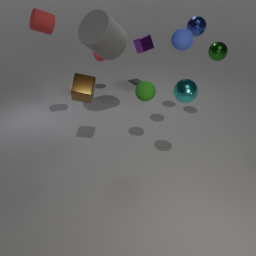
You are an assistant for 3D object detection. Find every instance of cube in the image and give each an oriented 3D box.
[{"bbox_3d":[0.796,-4.275,14.286,0.700,0.700,0.700,-26,18,-17],"label":"cube"},{"bbox_3d":[-1.501,-1.325,9.437,0.700,0.700,0.700,11,70,-3],"label":"cube"}]

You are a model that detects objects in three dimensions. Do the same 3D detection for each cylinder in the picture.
[{"bbox_3d":[-0.939,-3.520,10.704,1.400,1.400,1.400,20,-1,31],"label":"cylinder"},{"bbox_3d":[-2.935,-3.635,9.588,0.700,0.700,0.700,7,23,-32],"label":"cylinder"}]

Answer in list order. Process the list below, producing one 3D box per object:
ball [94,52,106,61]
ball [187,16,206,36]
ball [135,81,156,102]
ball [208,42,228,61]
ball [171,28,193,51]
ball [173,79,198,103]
[{"bbox_3d":[-1.378,-3.712,14.111,0.700,0.700,0.700,0,30,0],"label":"ball"},{"bbox_3d":[2.489,-3.697,10.186,0.700,0.700,0.700,0,30,0],"label":"ball"},{"bbox_3d":[0.596,-1.257,9.569,0.700,0.700,0.700,0,30,0],"label":"ball"},{"bbox_3d":[3.353,-2.854,10.449,0.700,0.700,0.700,0,30,0],"label":"ball"},{"bbox_3d":[1.760,-2.874,9.083,0.700,0.700,0.700,0,30,0],"label":"ball"},{"bbox_3d":[1.670,-1.071,8.114,0.700,0.700,0.700,0,30,0],"label":"ball"}]
